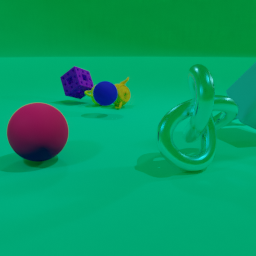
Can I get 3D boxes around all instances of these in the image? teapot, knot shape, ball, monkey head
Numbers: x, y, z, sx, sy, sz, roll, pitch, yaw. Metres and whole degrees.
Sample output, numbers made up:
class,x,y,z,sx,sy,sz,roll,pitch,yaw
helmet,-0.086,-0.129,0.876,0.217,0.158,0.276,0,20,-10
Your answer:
class,x,y,z,sx,sy,sz,roll,pitch,yaw
teapot,-0.264,-1.362,11.038,0.710,1.450,0.902,-12,-33,42
knot shape,1.316,-0.056,5.426,0.914,1.979,1.852,20,70,39
ball,-0.773,-1.178,9.549,0.841,0.841,0.841,0,16,0
ball,-1.799,0.082,5.639,1.180,1.180,1.180,0,16,0
monkey head,3.475,-0.720,8.665,0.985,1.369,0.825,-1,53,5
teapot,-1.085,-1.428,11.479,1.495,0.929,0.732,-7,45,-36

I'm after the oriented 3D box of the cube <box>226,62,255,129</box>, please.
class,x,y,z,sx,sy,sz,roll,pitch,yaw
cube,3.527,-0.757,7.131,1.241,1.241,1.241,20,41,-24

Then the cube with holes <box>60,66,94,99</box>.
class,x,y,z,sx,sy,sz,roll,pitch,yaw
cube with holes,-2.136,-1.898,11.867,0.913,0.913,0.913,-29,-20,29
